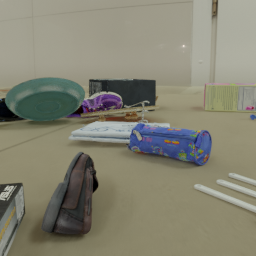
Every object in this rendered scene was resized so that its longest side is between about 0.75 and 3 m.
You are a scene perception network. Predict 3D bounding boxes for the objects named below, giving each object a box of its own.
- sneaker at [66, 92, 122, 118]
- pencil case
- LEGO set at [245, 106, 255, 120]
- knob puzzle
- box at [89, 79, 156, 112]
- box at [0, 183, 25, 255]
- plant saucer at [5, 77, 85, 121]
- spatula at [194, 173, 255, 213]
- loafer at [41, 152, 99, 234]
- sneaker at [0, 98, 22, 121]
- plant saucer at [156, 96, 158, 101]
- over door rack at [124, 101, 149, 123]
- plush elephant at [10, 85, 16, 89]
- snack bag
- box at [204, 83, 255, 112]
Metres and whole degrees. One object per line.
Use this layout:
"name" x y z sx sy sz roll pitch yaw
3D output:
"sneaker" -1.456 -0.779 11.473 2.530 1.020 1.055 -10 26 -4
"pencil case" 0.787 0.276 5.638 1.694 0.661 0.736 8 -16 37
"LEGO set" 4.867 -0.468 10.428 0.495 0.460 1.206 -11 21 -34
"knob puzzle" -0.030 -0.524 10.458 2.910 0.404 2.910 -7 3 0
"box" -0.333 -1.632 13.714 2.512 1.557 2.469 -5 14 -28
"box" -1.775 1.006 2.415 1.377 0.420 1.739 -1 10 -8
"plant saucer" -2.743 -0.843 9.533 2.635 0.361 2.635 -12 -21 -4
"spatula" 1.807 0.914 3.740 1.188 0.137 1.708 -8 13 -33
"loafer" -0.606 0.801 3.549 0.507 0.579 1.610 19 16 -3
"sneaker" -3.991 -0.805 10.873 2.911 1.021 1.134 -17 19 -36
"plant saucer" 1.076 -1.438 15.402 1.315 0.233 1.315 -19 8 3
"over door rack" 0.299 -0.469 9.231 0.964 0.712 0.321 -9 -19 41
"plush elephant" -4.428 -1.249 12.230 1.368 1.286 1.661 -7 13 -33
"snack bag" -0.045 0.093 7.777 2.545 0.289 2.699 2 8 5
"box" 5.198 -1.587 14.046 2.666 1.289 2.345 3 11 15
